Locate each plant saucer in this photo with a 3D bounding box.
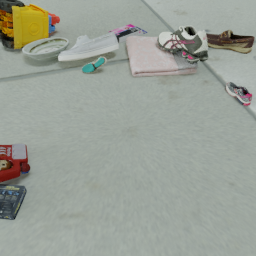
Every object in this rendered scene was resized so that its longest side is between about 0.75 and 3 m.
[{"bbox_3d":[-3.143,-3.031,10.925,1.808,0.454,1.808,-6,36,4],"label":"plant saucer"}]

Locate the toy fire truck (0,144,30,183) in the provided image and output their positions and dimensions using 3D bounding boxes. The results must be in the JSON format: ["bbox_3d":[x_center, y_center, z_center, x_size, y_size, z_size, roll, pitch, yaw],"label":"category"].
[{"bbox_3d":[-3.049,0.790,6.665,1.334,0.891,1.588,-1,22,-23],"label":"toy fire truck"}]

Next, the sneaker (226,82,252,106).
[{"bbox_3d":[3.669,-1.206,9.168,0.447,0.414,1.109,-17,46,-17],"label":"sneaker"}]

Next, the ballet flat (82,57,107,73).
[{"bbox_3d":[-1.180,-2.261,10.164,1.036,0.392,0.331,-18,4,23],"label":"ballet flat"}]

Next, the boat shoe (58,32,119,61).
[{"bbox_3d":[-1.520,-3.097,10.577,2.378,0.815,0.856,-16,14,-8],"label":"boat shoe"}]

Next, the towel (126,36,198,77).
[{"bbox_3d":[1.236,-2.902,10.920,2.465,0.416,2.581,-4,44,-4],"label":"towel"}]

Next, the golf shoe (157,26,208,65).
[{"bbox_3d":[2.004,-3.246,10.176,0.979,1.118,2.537,-21,39,-24],"label":"golf shoe"}]

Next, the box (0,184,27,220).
[{"bbox_3d":[-2.900,1.642,6.326,0.972,0.248,0.767,3,45,4],"label":"box"}]

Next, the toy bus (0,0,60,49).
[{"bbox_3d":[-4.346,-4.599,11.908,2.521,1.782,2.626,-21,43,-38],"label":"toy bus"}]

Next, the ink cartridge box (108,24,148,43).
[{"bbox_3d":[0.013,-4.255,12.444,1.676,0.311,0.794,-28,50,-29],"label":"ink cartridge box"}]

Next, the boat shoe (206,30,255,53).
[{"bbox_3d":[4.076,-3.694,11.494,2.120,0.763,0.765,20,48,20],"label":"boat shoe"}]
